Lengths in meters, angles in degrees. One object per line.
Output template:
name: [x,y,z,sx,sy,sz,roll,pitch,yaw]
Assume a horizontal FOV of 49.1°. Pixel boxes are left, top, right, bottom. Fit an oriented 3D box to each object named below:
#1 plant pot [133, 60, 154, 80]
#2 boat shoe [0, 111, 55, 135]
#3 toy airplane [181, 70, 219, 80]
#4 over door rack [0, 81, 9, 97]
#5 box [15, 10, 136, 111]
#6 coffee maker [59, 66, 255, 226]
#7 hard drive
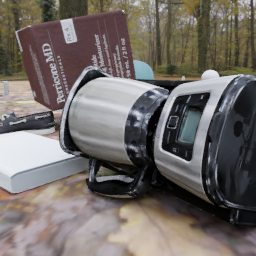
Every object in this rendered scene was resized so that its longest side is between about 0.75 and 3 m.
plant pot: [0.230,-1.741,12.905,2.234,2.234,1.505,-3,53,-13]
boat shoe: [-3.156,-0.127,7.855,2.176,0.656,0.804,-4,12,-18]
toy airplane: [2.584,-0.987,9.212,2.550,1.799,2.539,-2,13,-13]
over door rack: [-5.532,-0.654,9.139,2.808,0.935,2.074,-18,2,29]
box: [-1.614,-2.143,8.737,2.813,2.333,2.309,-21,23,-25]
coffee maker: [0.808,0.054,4.117,2.649,1.857,2.758,-10,16,-42]
hard drive: [-2.125,0.522,5.510,2.627,0.351,1.733,10,15,40]
